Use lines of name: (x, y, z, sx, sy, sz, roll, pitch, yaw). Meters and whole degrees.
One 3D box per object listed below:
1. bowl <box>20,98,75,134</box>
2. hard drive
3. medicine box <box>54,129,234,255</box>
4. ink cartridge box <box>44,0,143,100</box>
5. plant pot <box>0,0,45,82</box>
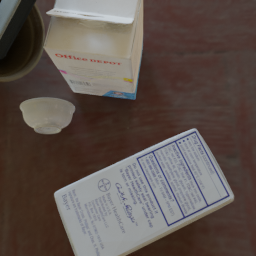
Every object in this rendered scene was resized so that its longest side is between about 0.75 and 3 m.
bowl: (-1.820, -0.206, 6.391, 1.238, 1.238, 0.556, -5, 73, -1)
hard drive: (-1.984, -2.228, 4.986, 1.741, 0.286, 1.215, -50, 43, 22)
medicine box: (0.254, 1.360, 5.451, 2.617, 2.383, 1.347, -23, 76, -6)
ink cartridge box: (-0.560, -1.867, 6.067, 1.665, 2.591, 1.623, 8, 77, 4)
plant pot: (-3.407, -2.166, 6.317, 1.991, 2.295, 2.295, 6, 74, 42)
